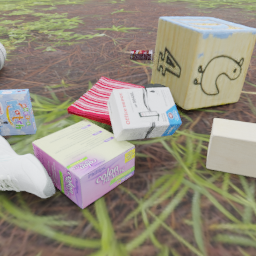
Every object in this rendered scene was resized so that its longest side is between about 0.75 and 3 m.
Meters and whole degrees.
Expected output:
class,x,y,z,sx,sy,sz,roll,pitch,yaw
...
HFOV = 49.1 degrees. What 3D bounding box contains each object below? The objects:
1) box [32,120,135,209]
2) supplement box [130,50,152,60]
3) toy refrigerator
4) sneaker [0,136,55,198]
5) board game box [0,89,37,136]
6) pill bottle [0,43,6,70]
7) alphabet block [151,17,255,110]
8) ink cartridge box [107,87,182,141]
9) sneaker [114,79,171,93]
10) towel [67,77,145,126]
class,x,y,z,sx,sy,sz,roll,pitch,yaw
box,-1.069,0.758,6.868,1.882,0.910,1.655,25,38,36
supplement box,0.713,-3.887,14.872,1.139,0.347,0.620,1,32,4
toy refrigerator,3.516,0.587,7.033,2.842,1.079,0.994,9,33,14
sneaker,-2.777,1.081,6.499,2.827,0.994,1.133,17,42,37
board game box,-3.809,-0.429,8.345,1.858,1.406,0.340,-4,32,-5
pill bottle,-6.344,-2.979,12.344,1.490,1.490,2.620,-4,31,-6
alphabet block,2.612,-2.494,10.303,2.588,2.649,2.602,-10,33,-22
ink cartridge box,0.376,-0.365,6.911,1.532,0.646,1.118,-6,64,-21
sneaker,0.055,-0.867,9.398,2.988,1.135,1.356,-3,37,-2
towel,-0.599,-0.864,8.264,1.564,0.243,2.162,16,41,18
